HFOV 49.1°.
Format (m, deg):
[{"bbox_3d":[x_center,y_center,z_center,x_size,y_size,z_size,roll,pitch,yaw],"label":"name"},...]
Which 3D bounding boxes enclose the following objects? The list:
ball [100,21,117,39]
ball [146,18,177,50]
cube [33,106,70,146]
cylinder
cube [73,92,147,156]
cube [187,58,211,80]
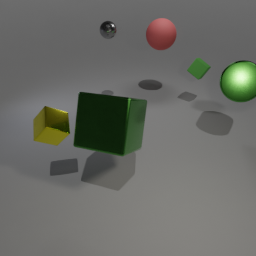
[{"bbox_3d":[-0.812,-4.004,11.442,0.700,0.700,0.700,0,32,0],"label":"ball"},{"bbox_3d":[1.531,-4.309,12.915,1.400,1.400,1.400,0,32,0],"label":"ball"},{"bbox_3d":[-2.036,-0.043,7.439,0.700,0.700,0.700,17,48,-39],"label":"cube"},{"bbox_3d":[4.032,-1.656,10.016,1.400,1.400,1.400,11,12,18],"label":"cylinder"},{"bbox_3d":[-0.425,-0.147,7.364,1.400,1.400,1.400,9,6,20],"label":"cube"},{"bbox_3d":[3.257,-2.725,12.852,0.700,0.700,0.700,42,27,10],"label":"cube"}]
